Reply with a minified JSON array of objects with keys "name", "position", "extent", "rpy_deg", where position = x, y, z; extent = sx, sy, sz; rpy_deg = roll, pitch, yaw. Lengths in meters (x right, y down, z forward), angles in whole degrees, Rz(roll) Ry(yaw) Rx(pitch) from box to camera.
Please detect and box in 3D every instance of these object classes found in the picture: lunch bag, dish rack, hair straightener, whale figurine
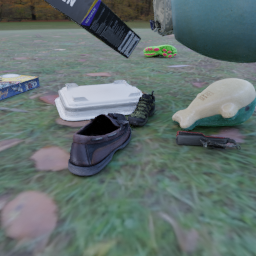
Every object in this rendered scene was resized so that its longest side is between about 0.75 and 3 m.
[{"name":"lunch bag","position":[2.057,-4.095,8.404],"extent":[2.832,2.375,1.973],"rpy_deg":[-6,2,-4]},{"name":"dish rack","position":[-0.853,-1.015,9.053],"extent":[2.839,0.618,2.437],"rpy_deg":[-7,23,-18]},{"name":"hair straightener","position":[1.790,0.361,6.309],"extent":[1.448,0.296,0.557],"rpy_deg":[10,25,12]},{"name":"whale figurine","position":[2.316,-0.431,7.417],"extent":[2.171,1.126,1.727],"rpy_deg":[-28,26,-4]}]

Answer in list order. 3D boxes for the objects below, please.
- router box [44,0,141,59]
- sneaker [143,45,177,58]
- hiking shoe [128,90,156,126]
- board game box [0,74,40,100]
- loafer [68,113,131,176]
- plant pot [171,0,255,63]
[{"name":"router box","position":[-1.312,-3.346,8.018],"extent":[2.938,0.767,2.310],"rpy_deg":[41,12,27]},{"name":"sneaker","position":[2.096,-5.012,18.125],"extent":[2.173,0.834,0.910],"rpy_deg":[5,24,4]},{"name":"hiking shoe","position":[0.375,-0.574,7.777],"extent":[0.548,0.728,1.447],"rpy_deg":[11,28,20]},{"name":"board game box","position":[-4.752,-1.564,10.547],"extent":[1.601,0.409,2.363],"rpy_deg":[10,25,22]},{"name":"loafer","position":[-0.507,0.074,6.179],"extent":[0.938,0.822,2.611],"rpy_deg":[6,24,15]},{"name":"plant pot","position":[1.683,-2.410,5.557],"extent":[1.566,2.326,2.326],"rpy_deg":[-3,22,13]}]
